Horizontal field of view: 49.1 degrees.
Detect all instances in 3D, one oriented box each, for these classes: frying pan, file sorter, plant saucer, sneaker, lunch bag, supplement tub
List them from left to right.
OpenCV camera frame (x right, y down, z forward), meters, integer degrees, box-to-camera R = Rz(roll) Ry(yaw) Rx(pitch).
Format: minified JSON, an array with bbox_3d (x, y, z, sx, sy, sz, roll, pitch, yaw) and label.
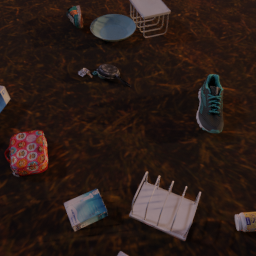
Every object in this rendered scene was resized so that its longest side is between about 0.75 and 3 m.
[{"bbox_3d":[-3.745,0.915,10.287,1.473,0.685,1.672,-10,53,-8],"label":"lunch bag"},{"bbox_3d":[-3.043,-6.259,15.933,0.821,0.734,2.056,-11,48,-3],"label":"sneaker"},{"bbox_3d":[-0.735,-2.474,13.075,1.119,0.301,1.851,-13,48,-30],"label":"frying pan"},{"bbox_3d":[-0.811,-5.371,15.340,2.489,0.479,2.489,0,52,-1],"label":"plant saucer"},{"bbox_3d":[1.127,-6.223,15.444,1.511,1.355,2.177,-16,54,-12],"label":"file sorter"},{"bbox_3d":[1.170,2.377,8.842,1.904,1.185,1.321,19,54,15],"label":"file sorter"},{"bbox_3d":[3.413,-1.089,11.478,1.093,1.285,2.818,2,53,2],"label":"sneaker"},{"bbox_3d":[3.805,2.932,8.748,0.791,0.575,0.575,-6,52,7],"label":"supplement tub"}]

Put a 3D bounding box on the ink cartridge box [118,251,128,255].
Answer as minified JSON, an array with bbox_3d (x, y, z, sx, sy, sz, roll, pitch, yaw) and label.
[{"bbox_3d":[0.021,4.241,7.965,1.142,0.326,0.928,23,55,22],"label":"ink cartridge box"}]

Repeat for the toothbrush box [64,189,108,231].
[{"bbox_3d":[-1.357,2.637,9.058,1.179,0.503,0.863,-22,55,-16],"label":"toothbrush box"}]

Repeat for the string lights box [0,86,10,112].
[{"bbox_3d":[-6.208,-0.606,11.387,1.416,0.812,2.755,12,53,9],"label":"string lights box"}]

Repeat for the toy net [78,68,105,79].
[{"bbox_3d":[-1.655,-2.707,13.377,1.482,0.286,0.777,10,53,8],"label":"toy net"}]
